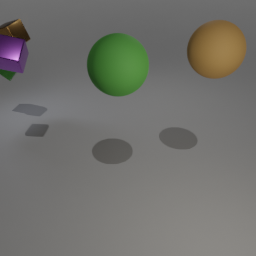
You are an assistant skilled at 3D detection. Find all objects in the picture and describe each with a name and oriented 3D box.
[{"bbox_3d":[-3.207,-2.024,7.687,0.700,0.700,0.700,10,72,-8],"label":"cube"},{"bbox_3d":[-3.731,-2.975,8.981,0.700,0.700,0.700,-3,38,26],"label":"cube"},{"bbox_3d":[2.173,-1.930,6.932,1.400,1.400,1.400,0,30,0],"label":"ball"},{"bbox_3d":[-0.226,-1.417,6.354,1.400,1.400,1.400,0,30,0],"label":"ball"},{"bbox_3d":[-4.382,-2.328,10.342,0.700,0.700,0.700,36,43,-21],"label":"cube"}]
